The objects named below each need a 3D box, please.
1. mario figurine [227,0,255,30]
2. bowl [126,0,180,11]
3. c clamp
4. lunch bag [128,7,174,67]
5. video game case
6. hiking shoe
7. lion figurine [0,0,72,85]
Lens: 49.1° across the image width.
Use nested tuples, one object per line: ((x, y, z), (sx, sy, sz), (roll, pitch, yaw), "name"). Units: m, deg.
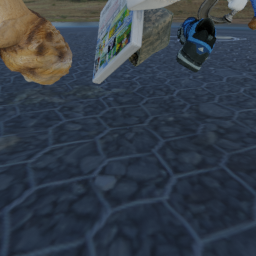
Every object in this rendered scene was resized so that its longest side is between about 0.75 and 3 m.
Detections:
((1.125, -1.482, 2.760), (0.515, 0.971, 0.599), (-25, 23, 15), "mario figurine")
((1.173, -3.229, 5.634), (2.351, 0.877, 2.348), (-13, 15, 34), "bowl")
((3.167, -3.668, 7.797), (1.992, 2.332, 0.316), (3, 60, -38), "c clamp")
((0.614, -2.947, 9.090), (1.415, 1.725, 1.014), (-37, 68, -15), "lunch bag")
((-0.291, -2.827, 7.810), (0.302, 2.505, 2.748), (11, -15, -25), "video game case")
((1.856, -2.359, 7.147), (0.874, 1.019, 2.350), (27, 42, -15), "hiking shoe")
((-1.800, -1.677, 3.699), (0.944, 2.604, 1.595), (-10, 23, 39), "lion figurine")
